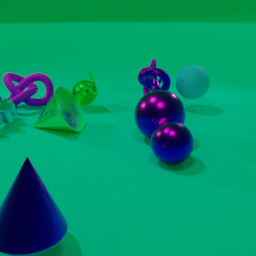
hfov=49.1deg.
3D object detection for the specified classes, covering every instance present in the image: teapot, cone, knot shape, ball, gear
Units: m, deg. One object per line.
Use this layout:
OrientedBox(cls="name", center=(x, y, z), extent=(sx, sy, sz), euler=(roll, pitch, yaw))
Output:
OrientedBox(cls="teapot", center=(-1.571, -1.348, 10.048), extent=(0.991, 1.594, 0.781), euler=(-9, 57, -50))
OrientedBox(cls="cone", center=(-1.387, 0.921, 3.884), extent=(1.098, 1.102, 1.098), euler=(4, 14, -1))
OrientedBox(cls="knot shape", center=(1.000, -1.526, 10.090), extent=(0.840, 1.701, 1.818), euler=(-39, 53, -8))
OrientedBox(cls="ball", center=(0.856, -0.342, 7.552), extent=(1.374, 1.374, 1.374), euler=(0, 23, 0))
OrientedBox(cls="cone", center=(-2.289, -0.294, 8.377), extent=(1.423, 1.417, 1.417), euler=(-23, 18, 16))
OrientedBox(cls="ball", center=(1.014, 0.343, 6.455), extent=(0.989, 0.989, 0.989), euler=(0, 23, 0))
OrientedBox(cls="knot shape", center=(-3.836, -1.455, 10.289), extent=(1.901, 0.879, 1.779), euler=(-29, 57, -25))
OrientedBox(cls="knot shape", center=(1.122, -2.377, 12.554), extent=(0.565, 1.144, 1.222), euler=(17, 68, 52))
OrientedBox(cls="gear", center=(-4.523, -0.397, 8.511), extent=(2.090, 0.387, 2.090), euler=(-3, 27, 2))
OrientedBox(cls="ball", center=(2.292, -1.614, 9.940), extent=(1.200, 1.200, 1.200), euler=(0, 23, 0))
